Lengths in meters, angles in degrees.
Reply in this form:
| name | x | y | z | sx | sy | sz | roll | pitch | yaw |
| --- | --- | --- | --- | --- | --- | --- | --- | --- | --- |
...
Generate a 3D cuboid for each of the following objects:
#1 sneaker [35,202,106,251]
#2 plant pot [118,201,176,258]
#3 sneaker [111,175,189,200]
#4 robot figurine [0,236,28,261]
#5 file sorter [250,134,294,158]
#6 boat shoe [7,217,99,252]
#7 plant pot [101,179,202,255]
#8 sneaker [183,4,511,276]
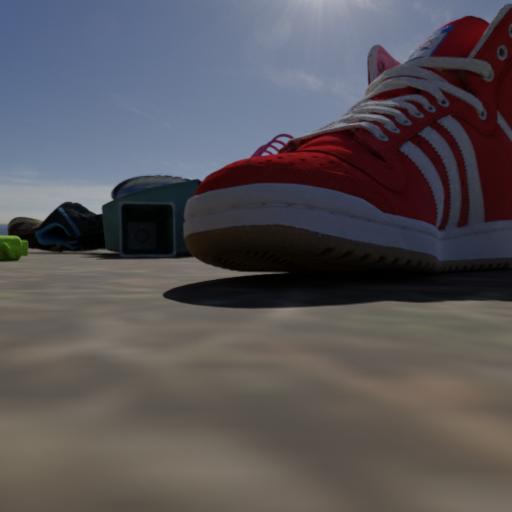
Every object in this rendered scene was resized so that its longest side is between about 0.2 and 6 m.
| name | x | y | z | sx | sy | sz | roll | pitch | yaw |
| --- | --- | --- | --- | --- | --- | --- | --- | --- | --- |
| sneaker | -3.511 | -0.442 | 12.477 | 2.909 | 1.065 | 1.191 | 6 | 33 | 21 |
| plant pot | -1.763 | -0.360 | 8.830 | 0.842 | 0.844 | 0.860 | 0 | -5 | -18 |
| sneaker | -1.627 | -0.942 | 13.020 | 3.510 | 1.565 | 1.379 | 12 | -1 | -25 |
| robot figurine | -2.988 | -0.083 | 6.616 | 0.530 | 0.307 | 0.465 | -1 | 2 | -44 |
| file sorter | 0.310 | -1.121 | 10.492 | 1.667 | 1.504 | 2.399 | 44 | -8 | -10 |
| boat shoe | -4.972 | -0.393 | 14.066 | 2.384 | 0.860 | 0.858 | 10 | 27 | -26 |
| plant pot | -1.761 | -0.595 | 10.133 | 1.809 | 1.278 | 1.279 | -6 | 1 | 5 |
| sneaker | 0.913 | -0.853 | 3.752 | 1.232 | 1.944 | 3.457 | 1 | 2 | 42 |
